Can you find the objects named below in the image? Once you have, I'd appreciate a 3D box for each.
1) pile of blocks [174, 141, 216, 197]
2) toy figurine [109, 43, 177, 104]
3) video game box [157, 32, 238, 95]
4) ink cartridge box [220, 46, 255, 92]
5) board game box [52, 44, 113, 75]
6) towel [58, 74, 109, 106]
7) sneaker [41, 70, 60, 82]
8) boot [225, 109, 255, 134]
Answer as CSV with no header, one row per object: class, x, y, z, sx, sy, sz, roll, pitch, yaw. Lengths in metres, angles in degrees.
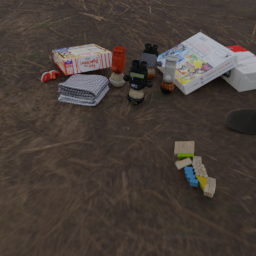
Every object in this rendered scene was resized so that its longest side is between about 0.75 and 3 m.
pile of blocks,1.787,1.189,7.738,0.773,0.585,1.884,-20,47,0
toy figurine,0.630,-2.229,11.366,2.423,1.712,2.461,-16,39,-28
video game box,2.874,-2.913,12.283,2.551,0.656,2.801,-28,42,-3
ink cartridge box,4.939,-2.731,12.489,1.540,0.891,2.651,-10,39,-12
board game box,-2.145,-3.227,12.842,2.164,0.661,2.857,-14,27,-17
towel,-1.777,-1.604,11.188,1.742,0.745,1.442,10,38,13
sneaker,-3.404,-2.288,12.385,0.410,0.372,0.967,26,45,23
boot,4.460,-0.297,9.705,2.316,0.852,0.874,0,13,1
